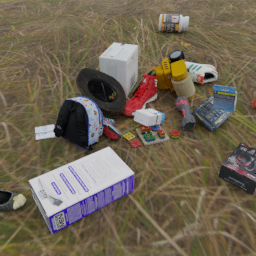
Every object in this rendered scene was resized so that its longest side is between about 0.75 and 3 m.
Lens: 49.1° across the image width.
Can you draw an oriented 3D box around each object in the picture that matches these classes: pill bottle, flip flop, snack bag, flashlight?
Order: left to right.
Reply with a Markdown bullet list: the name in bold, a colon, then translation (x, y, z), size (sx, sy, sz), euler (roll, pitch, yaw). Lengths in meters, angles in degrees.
- **snack bag**: translation (-3.294, 0.166, 11.114), size (0.784, 0.089, 0.831), euler (-8, 38, -11)
- **flip flop**: translation (0.688, -2.191, 13.218), size (0.636, 1.569, 0.452), euler (18, 31, -50)
- **pill bottle**: translation (3.383, -7.753, 20.728), size (2.120, 1.234, 1.234), euler (6, 37, 9)
- **flashlight**: translation (2.382, -0.614, 11.802), size (0.612, 0.609, 1.800), euler (-4, 42, 5)

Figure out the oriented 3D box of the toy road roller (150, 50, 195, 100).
- **toy road roller**: translation (2.060, -2.355, 13.347), size (1.803, 1.518, 2.470), euler (-18, 42, 16)

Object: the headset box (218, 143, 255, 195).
- **headset box**: translation (3.825, 1.326, 9.121), size (1.210, 0.611, 1.628), euler (28, 45, 32)

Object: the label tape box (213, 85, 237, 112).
- **label tape box**: translation (3.449, -1.117, 9.949), size (0.752, 1.050, 0.347), euler (12, 44, 27)

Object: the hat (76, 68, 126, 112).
- **hat**: translation (-1.264, -1.388, 11.797), size (2.439, 0.984, 2.439), euler (25, 44, -28)

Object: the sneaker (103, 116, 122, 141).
- **sneaker**: translation (-0.736, -0.094, 11.020), size (0.761, 0.631, 1.592), euler (-29, 46, -35)

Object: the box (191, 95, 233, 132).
- **box**: translation (3.495, -0.616, 11.604), size (1.160, 0.375, 1.471), euler (43, 52, 15)

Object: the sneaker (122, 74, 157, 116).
- **sneaker**: translation (0.525, -1.595, 12.374), size (0.942, 1.389, 2.404), euler (19, 41, 24)

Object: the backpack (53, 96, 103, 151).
- **backpack**: translation (-1.709, -0.289, 10.350), size (1.805, 1.719, 1.390), euler (20, 33, 25)

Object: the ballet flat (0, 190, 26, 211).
- **ballet flat**: translation (-3.913, 2.027, 8.255), size (1.864, 0.529, 0.619), euler (7, 37, 9)

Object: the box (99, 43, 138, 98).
- **box**: translation (-0.401, -2.767, 13.429), size (1.304, 1.995, 1.984), euler (10, 38, 13)

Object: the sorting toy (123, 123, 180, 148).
- **sorting toy**: translation (0.881, 0.164, 10.895), size (2.118, 0.358, 1.021), euler (-12, 38, -15)

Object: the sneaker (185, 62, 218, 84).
- **sneaker**: translation (3.415, -2.784, 14.386), size (2.480, 0.873, 1.159), euler (3, 31, -1)

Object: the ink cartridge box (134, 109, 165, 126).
- **ink cartridge box**: translation (0.875, -0.436, 11.321), size (0.772, 0.453, 1.055), euler (26, 22, 36)

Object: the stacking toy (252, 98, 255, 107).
- **stacking toy**: translation (6.943, -0.987, 12.360), size (2.539, 1.072, 2.298), euler (31, 21, 30)

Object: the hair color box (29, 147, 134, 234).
- **hair color box**: translation (-1.330, 1.736, 8.370), size (2.736, 0.887, 1.496), euler (-21, 42, -28)
